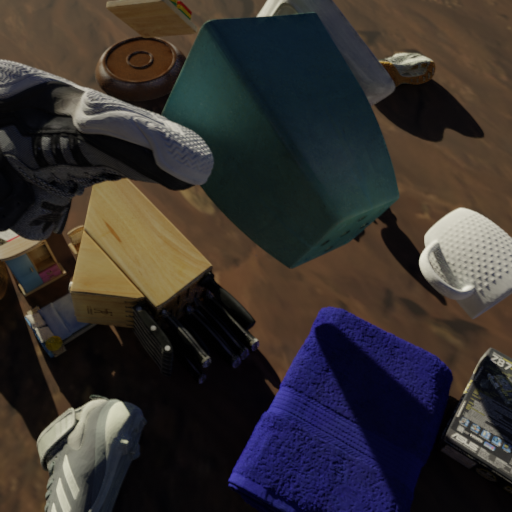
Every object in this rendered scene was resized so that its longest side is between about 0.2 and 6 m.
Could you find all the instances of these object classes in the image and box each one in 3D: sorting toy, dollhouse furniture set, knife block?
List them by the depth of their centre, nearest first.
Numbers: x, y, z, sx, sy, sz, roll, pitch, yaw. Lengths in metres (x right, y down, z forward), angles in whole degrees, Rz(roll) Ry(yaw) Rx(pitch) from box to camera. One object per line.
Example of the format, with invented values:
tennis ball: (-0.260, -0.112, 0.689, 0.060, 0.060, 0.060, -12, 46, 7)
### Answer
sorting toy: (-1.677, -4.037, 9.200, 1.088, 1.081, 0.379, 6, 87, 23)
dollhouse furniture set: (-3.110, 0.472, 9.214, 1.666, 1.152, 1.765, -32, 62, -19)
knife block: (-1.367, 0.280, 9.236, 3.005, 1.095, 3.424, 6, 58, -9)

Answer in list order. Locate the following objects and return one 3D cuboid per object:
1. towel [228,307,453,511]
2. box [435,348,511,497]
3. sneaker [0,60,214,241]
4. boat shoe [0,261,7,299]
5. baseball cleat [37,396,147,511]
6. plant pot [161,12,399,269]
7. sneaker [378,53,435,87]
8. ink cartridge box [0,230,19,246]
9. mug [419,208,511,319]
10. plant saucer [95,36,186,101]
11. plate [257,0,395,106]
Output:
towel: (1.329, 2.513, 8.170, 2.362, 0.792, 3.198, 27, 60, 9)
box: (4.034, 2.646, 8.143, 2.225, 0.546, 1.794, 30, 63, 18)
sneaker: (-2.174, -1.005, 6.886, 3.580, 1.351, 2.037, 26, 102, 27)
boat shoe: (-5.169, -0.151, 9.803, 0.924, 1.020, 2.863, -30, 54, -9)
baseball cleat: (-2.546, 3.251, 7.650, 1.465, 0.960, 2.753, 9, 49, 18)
plant pot: (0.401, -1.376, 7.355, 1.936, 1.937, 2.740, -22, 75, -37)
sneaker: (3.094, -4.215, 12.730, 1.798, 0.680, 0.788, -4, 40, -5)
ink cartridge box: (-4.238, -0.496, 10.321, 0.658, 0.378, 0.906, 22, 59, 14)
mug: (2.128, 0.071, 5.689, 1.107, 0.817, 0.970, -22, 67, -32)
plant saucer: (-2.670, -4.438, 12.971, 2.167, 0.348, 2.167, 0, 58, 0)
plate: (0.807, -2.982, 8.608, 0.372, 2.300, 2.295, -41, 97, -16)
